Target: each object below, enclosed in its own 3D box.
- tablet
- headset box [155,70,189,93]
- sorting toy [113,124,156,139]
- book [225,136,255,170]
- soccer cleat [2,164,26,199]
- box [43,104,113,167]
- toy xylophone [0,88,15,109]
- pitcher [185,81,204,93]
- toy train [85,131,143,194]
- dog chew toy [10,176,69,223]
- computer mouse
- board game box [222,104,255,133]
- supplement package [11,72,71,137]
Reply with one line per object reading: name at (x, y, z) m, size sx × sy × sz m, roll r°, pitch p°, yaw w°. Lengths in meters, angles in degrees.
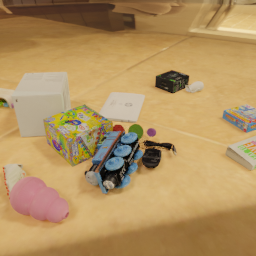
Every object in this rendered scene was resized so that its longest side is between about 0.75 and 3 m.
tablet at (-0.255, -1.043, 13.151) m, size 1.801 × 0.189 × 2.768 m, roll 6°, pitch 32°, yaw 9°
headset box at (2.337, -2.501, 15.077) m, size 1.460 × 0.677 × 1.271 m, roll -25°, pitch 39°, yaw -35°
sorting toy at (0.281, 0.165, 10.704) m, size 1.780 × 0.617 × 0.613 m, roll 0°, pitch -2°, yaw 24°
book at (4.472, 0.860, 9.881) m, size 1.683 × 0.404 × 1.124 m, roll -16°, pitch 38°, yaw -28°
soccer cleat at (-3.411, 1.555, 8.522) m, size 0.638 × 0.570 × 1.645 m, roll -12°, pitch 30°, yaw -23°
box at (-1.793, 0.185, 10.190) m, size 1.783 × 1.129 × 1.851 m, roll -24°, pitch 39°, yaw -33°
toy xylophone at (-6.419, -1.385, 13.298) m, size 2.408 × 0.605 × 1.763 m, roll 14°, pitch 34°, yaw 22°
pitcher at (3.533, -2.084, 14.589) m, size 0.860 × 0.521 × 0.737 m, roll -16°, pitch 36°, yaw -8°
toy train at (-0.443, 1.009, 8.902) m, size 1.390 × 1.055 × 2.433 m, roll -5°, pitch 31°, yaw 26°
dog chew toy at (-2.302, 1.964, 7.464) m, size 1.652 × 1.029 × 1.029 m, roll 20°, pitch 36°, yaw 18°
computer mouse at (1.081, 0.985, 9.660) m, size 1.194 × 0.391 × 1.700 m, roll 5°, pitch 25°, yaw 4°
board game box at (5.059, -0.444, 11.939) m, size 1.389 × 0.396 × 1.419 m, roll -15°, pitch 34°, yaw -23°
supplement package at (-3.427, -1.044, 11.560) m, size 1.819 × 1.806 × 2.397 m, roll -3°, pitch 31°, yaw -5°
